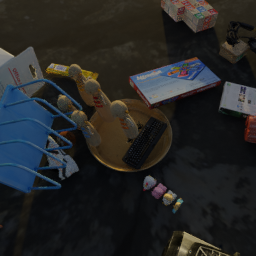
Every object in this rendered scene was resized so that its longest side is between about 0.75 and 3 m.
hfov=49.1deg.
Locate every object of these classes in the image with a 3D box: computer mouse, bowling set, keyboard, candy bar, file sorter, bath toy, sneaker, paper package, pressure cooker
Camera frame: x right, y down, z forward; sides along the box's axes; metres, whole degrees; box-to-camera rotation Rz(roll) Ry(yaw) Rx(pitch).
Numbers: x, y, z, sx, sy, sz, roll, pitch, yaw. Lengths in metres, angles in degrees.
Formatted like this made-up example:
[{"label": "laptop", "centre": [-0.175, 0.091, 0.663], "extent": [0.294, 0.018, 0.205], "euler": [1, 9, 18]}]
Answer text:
[{"label": "computer mouse", "centre": [4.849, -2.981, 10.127], "extent": [2.943, 0.677, 2.066], "euler": [16, 42, 2]}, {"label": "bowling set", "centre": [-1.243, -0.327, 7.578], "extent": [1.972, 1.521, 2.833], "euler": [-42, 47, -14]}, {"label": "keyboard", "centre": [0.360, 0.305, 7.700], "extent": [0.844, 0.321, 1.622], "euler": [22, 63, 28]}, {"label": "candy bar", "centre": [-1.943, -1.905, 9.649], "extent": [1.839, 0.204, 0.458], "euler": [13, 55, 9]}, {"label": "file sorter", "centre": [-2.187, 0.199, 6.579], "extent": [1.376, 1.556, 2.242], "euler": [-8, 57, 31]}, {"label": "bath toy", "centre": [0.832, 1.666, 7.130], "extent": [1.137, 0.494, 0.420], "euler": [34, 85, 26]}, {"label": "sneaker", "centre": [-2.036, 0.774, 7.639], "extent": [0.615, 0.566, 1.536], "euler": [-40, 64, -21]}, {"label": "paper package", "centre": [3.857, -2.830, 10.151], "extent": [0.805, 0.417, 0.767], "euler": [-35, 62, -22]}, {"label": "pressure cooker", "centre": [1.503, 3.178, 5.249], "extent": [2.134, 1.906, 1.877], "euler": [23, 85, 15]}]

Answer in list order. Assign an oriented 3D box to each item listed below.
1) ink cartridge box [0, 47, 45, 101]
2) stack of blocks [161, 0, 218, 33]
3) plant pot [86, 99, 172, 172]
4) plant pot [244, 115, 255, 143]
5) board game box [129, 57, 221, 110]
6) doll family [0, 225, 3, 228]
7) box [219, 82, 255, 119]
[{"label": "ink cartridge box", "centre": [-4.009, -1.189, 8.266], "extent": [0.996, 1.691, 2.936], "euler": [32, 62, 20]}, {"label": "stack of blocks", "centre": [2.428, -4.817, 11.351], "extent": [1.252, 0.637, 2.175], "euler": [-23, 60, -15]}, {"label": "plant pot", "centre": [0.028, 0.208, 8.152], "extent": [2.468, 0.339, 2.468], "euler": [1, 56, -1]}, {"label": "plant pot", "centre": [3.880, 0.063, 7.924], "extent": [0.989, 1.017, 1.017], "euler": [7, 56, 15]}, {"label": "board game box", "centre": [1.538, -1.526, 9.163], "extent": [2.712, 0.264, 1.396], "euler": [-20, 56, -20]}, {"label": "doll family", "centre": [-3.719, 2.499, 6.470], "extent": [1.666, 0.654, 0.963], "euler": [-4, 52, -9]}, {"label": "box", "centre": [3.790, -0.792, 8.862], "extent": [1.625, 0.295, 1.173], "euler": [16, 57, 12]}]
